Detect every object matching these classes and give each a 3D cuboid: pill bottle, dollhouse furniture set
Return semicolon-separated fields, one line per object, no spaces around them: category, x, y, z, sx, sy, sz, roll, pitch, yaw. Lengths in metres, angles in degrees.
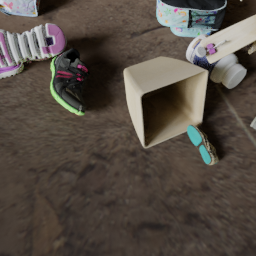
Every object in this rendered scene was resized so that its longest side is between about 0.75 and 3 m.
pill bottle;2.828;-2.113;8.984;1.023;1.023;1.843;-28;59;-19
dollhouse furniture set;1.899;-2.570;5.973;1.636;1.827;2.306;-25;89;13

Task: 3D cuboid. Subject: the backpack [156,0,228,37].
backpack;2.199;-4.447;10.152;2.373;1.787;2.107;6;59;2

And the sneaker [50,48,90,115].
sneaker;-1.688;-1.489;8.399;1.082;0.991;2.582;-35;54;23

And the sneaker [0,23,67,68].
sneaker;-3.525;-2.611;9.222;2.959;1.308;1.190;-11;98;-12

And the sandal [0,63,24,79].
sandal;-4.620;-1.916;9.106;2.300;0.565;0.936;-24;58;-19

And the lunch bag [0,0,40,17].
lunch bag;-4.494;-5.325;11.231;1.781;1.132;1.510;2;56;-11

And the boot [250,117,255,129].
boot;4.430;0.424;7.257;2.510;0.911;2.282;36;48;15

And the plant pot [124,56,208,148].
plant pot;0.844;-0.910;7.760;1.891;1.893;1.676;-22;45;-15

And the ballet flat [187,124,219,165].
ballet flat;2.061;0.436;7.608;0.475;0.428;1.261;-6;57;-32
